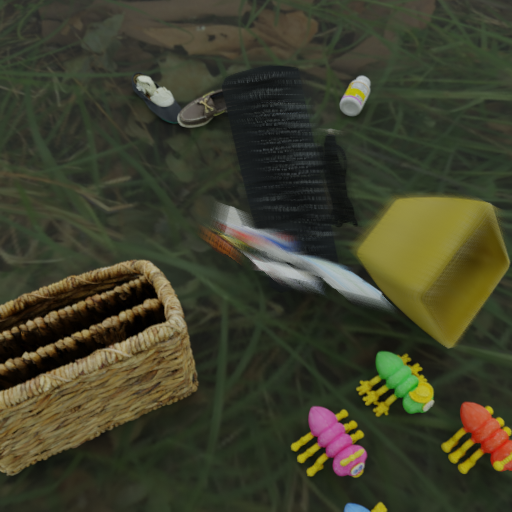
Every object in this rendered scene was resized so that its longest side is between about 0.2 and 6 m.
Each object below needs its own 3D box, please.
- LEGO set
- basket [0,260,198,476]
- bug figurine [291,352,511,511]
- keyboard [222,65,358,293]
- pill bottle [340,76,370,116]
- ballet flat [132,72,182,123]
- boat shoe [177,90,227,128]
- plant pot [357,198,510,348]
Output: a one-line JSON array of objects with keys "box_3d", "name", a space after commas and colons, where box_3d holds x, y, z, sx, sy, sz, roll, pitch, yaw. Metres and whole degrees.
[{"box_3d": [0.514, -0.090, 8.826, 2.584, 1.931, 0.634, 15, 100, -16], "name": "LEGO set"}, {"box_3d": [-2.872, 1.270, 8.465, 3.465, 2.582, 2.473, -22, 60, -13], "name": "basket"}, {"box_3d": [2.214, 2.946, 8.372, 3.547, 0.913, 2.751, -33, 63, -19], "name": "bug figurine"}, {"box_3d": [0.809, -1.360, 9.643, 2.002, 3.847, 0.762, -21, 19, -21], "name": "keyboard"}, {"box_3d": [2.310, -3.704, 12.906, 0.502, 0.502, 0.963, 21, 58, 13], "name": "pill bottle"}, {"box_3d": [-2.310, -3.687, 12.852, 0.620, 0.620, 1.697, -36, 64, -21], "name": "ballet flat"}, {"box_3d": [-1.004, -3.395, 12.638, 1.644, 0.489, 0.591, -24, 85, -15], "name": "boat shoe"}, {"box_3d": [2.847, 0.089, 9.369, 1.857, 1.857, 1.638, -51, 45, -8], "name": "plant pot"}]
